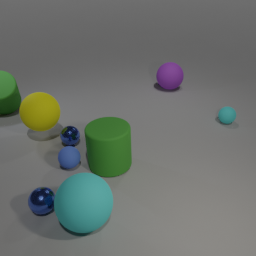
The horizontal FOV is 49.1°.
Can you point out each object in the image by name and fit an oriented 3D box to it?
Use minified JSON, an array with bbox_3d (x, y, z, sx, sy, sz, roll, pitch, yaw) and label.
[{"bbox_3d":[-5.368,-1.477,11.899,1.400,1.400,1.400,4,66,-10],"label":"cylinder"},{"bbox_3d":[-1.850,0.923,8.823,0.700,0.700,0.700,0,30,0],"label":"ball"},{"bbox_3d":[-2.224,1.878,7.258,0.700,0.700,0.700,0,30,0],"label":"ball"},{"bbox_3d":[-1.057,1.783,6.738,1.400,1.400,1.400,0,30,0],"label":"ball"},{"bbox_3d":[4.059,-0.528,11.464,0.700,0.700,0.700,0,30,0],"label":"ball"},{"bbox_3d":[-2.069,0.268,10.009,0.700,0.700,0.700,0,30,0],"label":"ball"},{"bbox_3d":[2.174,-2.697,14.538,1.400,1.400,1.400,0,30,0],"label":"ball"},{"bbox_3d":[-3.137,-0.577,10.024,1.400,1.400,1.400,0,30,0],"label":"ball"},{"bbox_3d":[-0.597,0.571,8.793,1.400,1.400,1.400,-2,31,1],"label":"cylinder"}]
